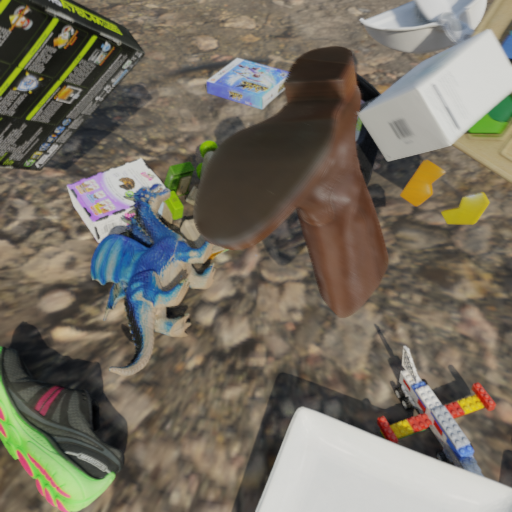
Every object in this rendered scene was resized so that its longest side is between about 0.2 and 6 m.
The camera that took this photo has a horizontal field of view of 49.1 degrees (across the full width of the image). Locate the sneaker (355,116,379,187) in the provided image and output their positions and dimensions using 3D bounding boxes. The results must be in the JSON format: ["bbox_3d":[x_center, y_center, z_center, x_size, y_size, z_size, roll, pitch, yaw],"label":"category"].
[{"bbox_3d":[1.750,-1.965,11.064,1.027,0.889,2.480,-4,38,35],"label":"sneaker"}]

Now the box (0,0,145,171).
[{"bbox_3d":[-3.139,-2.227,7.362,0.633,2.666,2.574,55,22,12],"label":"box"}]

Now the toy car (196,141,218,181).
[{"bbox_3d":[-0.388,-1.479,10.375,1.250,0.986,1.027,-3,50,-18],"label":"toy car"}]

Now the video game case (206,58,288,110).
[{"bbox_3d":[-0.168,-4.150,13.408,1.552,0.353,1.406,22,50,21],"label":"video game case"}]

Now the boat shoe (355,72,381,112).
[{"bbox_3d":[2.290,-3.469,12.396,0.934,0.796,2.793,-23,49,-22],"label":"boat shoe"}]

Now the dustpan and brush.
[{"bbox_3d":[2.685,-3.473,8.188,1.991,0.816,2.853,-19,48,12],"label":"dustpan and brush"}]

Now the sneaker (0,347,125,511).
[{"bbox_3d":[-2.531,2.020,6.926,1.035,0.948,2.472,-21,50,-43],"label":"sneaker"}]

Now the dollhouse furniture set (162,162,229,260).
[{"bbox_3d":[-1.048,-0.666,9.928,0.984,0.760,1.969,-20,67,-29],"label":"dollhouse furniture set"}]

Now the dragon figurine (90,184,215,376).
[{"bbox_3d":[-1.770,0.352,8.325,1.845,1.092,3.712,12,45,12],"label":"dragon figurine"}]

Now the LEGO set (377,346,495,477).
[{"bbox_3d":[2.504,2.437,6.421,3.201,0.786,2.391,13,44,21],"label":"LEGO set"}]

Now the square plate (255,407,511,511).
[{"bbox_3d":[1.159,3.170,5.765,2.565,0.365,2.541,18,57,17],"label":"square plate"}]

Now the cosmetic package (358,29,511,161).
[{"bbox_3d":[1.952,-1.715,6.125,1.151,0.708,1.148,-39,13,-16],"label":"cosmetic package"}]

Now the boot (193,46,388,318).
[{"bbox_3d":[0.602,-0.136,5.453,0.909,2.831,2.639,12,50,28],"label":"boot"}]

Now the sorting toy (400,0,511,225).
[{"bbox_3d":[3.130,-1.530,6.783,2.178,2.923,0.391,39,27,19],"label":"sorting toy"}]

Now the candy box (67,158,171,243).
[{"bbox_3d":[-2.442,-1.032,10.121,1.486,0.531,1.246,-25,50,-23],"label":"candy box"}]
